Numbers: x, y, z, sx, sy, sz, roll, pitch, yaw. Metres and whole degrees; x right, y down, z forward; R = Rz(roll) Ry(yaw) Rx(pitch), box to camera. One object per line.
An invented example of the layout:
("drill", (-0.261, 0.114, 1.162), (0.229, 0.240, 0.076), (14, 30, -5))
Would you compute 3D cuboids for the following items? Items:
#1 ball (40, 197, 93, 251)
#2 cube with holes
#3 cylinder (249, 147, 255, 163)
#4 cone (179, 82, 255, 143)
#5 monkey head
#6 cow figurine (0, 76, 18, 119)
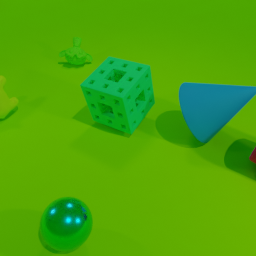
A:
("ball", (-0.996, 1.550, 4.560), (0.842, 0.842, 0.842), (0, 36, 0))
("cube with holes", (-0.205, -0.853, 7.160), (1.244, 1.244, 1.244), (20, 55, 28))
("cylinder", (3.396, 0.414, 5.692), (1.298, 1.298, 1.298), (31, 46, 23))
("cone", (2.276, -0.625, 6.476), (1.592, 1.586, 1.586), (-22, 23, 35))
("monkey head", (-1.938, -2.864, 10.499), (1.285, 0.924, 0.774), (6, -4, -10))
("cow figurine", (-3.754, -0.758, 7.294), (0.855, 1.559, 1.534), (-4, 38, 24))
